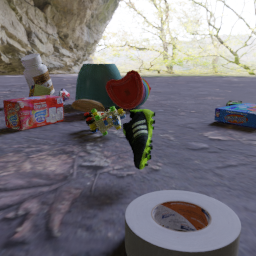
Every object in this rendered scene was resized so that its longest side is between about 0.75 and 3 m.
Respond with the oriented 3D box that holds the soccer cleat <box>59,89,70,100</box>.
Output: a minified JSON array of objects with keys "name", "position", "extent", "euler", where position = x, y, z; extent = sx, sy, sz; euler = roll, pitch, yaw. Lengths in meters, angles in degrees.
[{"name":"soccer cleat","position":[-3.629,-1.879,16.049],"extent":[0.615,0.573,1.680],"euler":[17,9,-13]}]

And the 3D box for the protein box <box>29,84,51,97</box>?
[{"name":"protein box","position":[-3.965,-1.449,12.538],"extent":[0.773,0.779,0.525],"euler":[14,-14,-41]}]

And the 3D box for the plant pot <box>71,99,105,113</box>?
[{"name":"plant pot","position":[-1.584,-0.889,11.188],"extent":[1.344,0.185,1.344],"euler":[4,-13,1]}]

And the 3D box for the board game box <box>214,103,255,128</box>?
[{"name":"board game box","position":[4.473,-0.498,10.146],"extent":[2.185,0.492,1.662],"euler":[-11,17,-38]}]

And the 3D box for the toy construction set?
[{"name":"toy construction set","position":[-0.722,-0.300,8.677],"extent":[1.146,0.805,1.748],"euler":[-26,9,-6]}]

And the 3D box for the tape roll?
[{"name":"tape roll","position":[0.605,1.195,3.257],"extent":[1.292,0.427,1.292],"euler":[1,14,0]}]

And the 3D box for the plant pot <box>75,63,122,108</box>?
[{"name":"plant pot","position":[-1.407,-2.212,14.031],"extent":[2.531,2.031,2.531],"euler":[0,13,0]}]

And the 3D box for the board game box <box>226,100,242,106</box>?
[{"name":"board game box","position":[5.311,-1.224,13.969],"extent":[0.654,0.146,1.248],"euler":[9,16,24]}]

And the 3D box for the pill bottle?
[{"name":"pill bottle","position":[-4.486,-2.557,13.849],"extent":[1.152,2.015,1.152],"euler":[-9,32,5]}]

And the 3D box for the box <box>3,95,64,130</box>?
[{"name":"box","position":[-3.165,-0.574,9.556],"extent":[0.881,0.920,1.846],"euler":[9,16,32]}]

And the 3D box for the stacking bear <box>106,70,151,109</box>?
[{"name":"stacking bear","position":[0.337,-1.794,13.396],"extent":[1.669,1.563,2.748],"euler":[-21,3,20]}]

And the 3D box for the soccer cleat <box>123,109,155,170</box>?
[{"name":"soccer cleat","position":[0.173,0.183,5.279],"extent":[0.607,0.505,1.496],"euler":[3,41,8]}]
